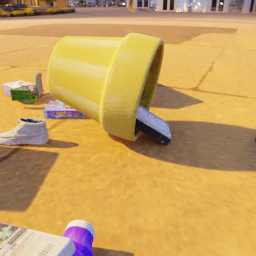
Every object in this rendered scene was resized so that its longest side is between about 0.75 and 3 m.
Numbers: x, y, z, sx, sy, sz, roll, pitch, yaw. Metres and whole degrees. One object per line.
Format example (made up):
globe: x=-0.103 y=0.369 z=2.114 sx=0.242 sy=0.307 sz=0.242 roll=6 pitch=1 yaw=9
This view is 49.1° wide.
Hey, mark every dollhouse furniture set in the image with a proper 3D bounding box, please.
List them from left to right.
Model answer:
dollhouse furniture set: x=-3.868 y=-1.516 z=10.874 sx=0.690 sy=0.893 sz=1.787 roll=0 pitch=27 yaw=1

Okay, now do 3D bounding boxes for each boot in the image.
boot: x=-2.997 y=0.045 z=7.848 sx=1.533 sy=0.733 sz=0.564 roll=-1 pitch=26 yaw=-2

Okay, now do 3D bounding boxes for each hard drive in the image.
hard drive: x=0.484 y=-0.222 z=7.982 sx=1.604 sy=0.303 sz=1.120 roll=30 pitch=23 yaw=-10

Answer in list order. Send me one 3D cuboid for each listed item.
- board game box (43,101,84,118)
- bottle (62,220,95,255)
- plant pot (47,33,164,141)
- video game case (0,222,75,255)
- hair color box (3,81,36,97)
board game box: x=-2.166 y=-0.644 z=9.748 sx=1.321 sy=0.296 sz=0.888 roll=0 pitch=26 yaw=0
bottle: x=-0.905 y=2.122 z=3.684 sx=0.854 sy=0.668 sz=2.045 roll=0 pitch=26 yaw=8
plant pot: x=-0.638 y=-1.349 z=7.811 sx=2.651 sy=2.818 sz=2.818 roll=17 pitch=29 yaw=8
video game case: x=-2.032 y=2.088 z=3.388 sx=2.011 sy=0.254 sz=2.207 roll=-4 pitch=27 yaw=34
hair color box: x=-4.370 y=-1.554 z=11.235 sx=0.815 sy=0.483 sz=1.491 roll=-20 pitch=27 yaw=-35
